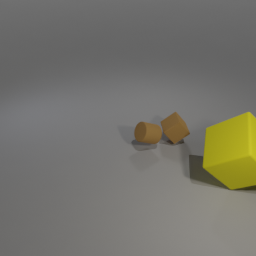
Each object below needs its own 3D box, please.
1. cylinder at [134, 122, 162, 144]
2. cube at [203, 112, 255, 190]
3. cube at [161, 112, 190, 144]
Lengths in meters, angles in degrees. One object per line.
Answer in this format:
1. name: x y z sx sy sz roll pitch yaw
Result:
1. cylinder: 0.690 0.174 9.683 0.700 0.700 0.700 10 20 -35
2. cube: 3.096 0.677 7.765 1.400 1.400 1.400 -26 37 43
3. cube: 1.693 -0.010 10.097 0.700 0.700 0.700 -35 31 19
